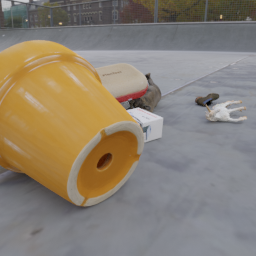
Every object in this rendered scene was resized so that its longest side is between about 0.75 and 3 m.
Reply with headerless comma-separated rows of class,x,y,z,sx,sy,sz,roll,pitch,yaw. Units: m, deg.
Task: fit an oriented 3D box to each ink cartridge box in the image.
ink cartridge box,0.056,-0.018,7.836,1.530,0.657,1.120,-17,28,-36

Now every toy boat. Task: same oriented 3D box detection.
toy boat,-0.617,-0.994,8.880,2.429,1.588,1.585,-17,42,-24

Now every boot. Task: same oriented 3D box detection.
boot,3.414,-1.123,11.620,1.145,0.428,0.555,-15,33,-15

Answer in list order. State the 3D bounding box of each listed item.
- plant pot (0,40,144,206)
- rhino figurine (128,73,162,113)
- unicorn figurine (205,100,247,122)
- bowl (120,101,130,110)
plant pot,-1.117,0.037,5.234,2.439,2.664,2.664,34,35,33
rhino figurine,0.579,-1.166,10.454,0.890,1.302,2.977,-28,9,24
unicorn figurine,3.288,-0.548,9.569,1.343,0.722,1.955,-6,3,12
bowl,-0.671,-1.056,10.921,1.757,0.656,1.754,9,21,23
